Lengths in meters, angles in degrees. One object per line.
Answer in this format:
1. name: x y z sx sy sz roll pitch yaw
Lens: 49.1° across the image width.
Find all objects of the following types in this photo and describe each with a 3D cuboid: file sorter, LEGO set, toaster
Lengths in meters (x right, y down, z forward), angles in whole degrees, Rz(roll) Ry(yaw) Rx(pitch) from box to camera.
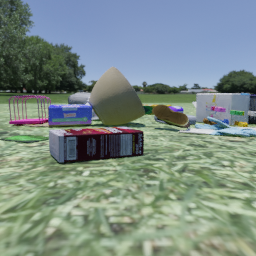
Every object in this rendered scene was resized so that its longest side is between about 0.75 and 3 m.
1. file sorter: -4.647 -0.903 13.545 1.442 1.302 2.076 -2 5 0
2. LEGO set: 4.631 -0.372 11.842 2.143 0.817 0.879 6 9 2
3. toaster: -2.804 -1.654 19.425 1.718 1.511 2.659 7 14 24

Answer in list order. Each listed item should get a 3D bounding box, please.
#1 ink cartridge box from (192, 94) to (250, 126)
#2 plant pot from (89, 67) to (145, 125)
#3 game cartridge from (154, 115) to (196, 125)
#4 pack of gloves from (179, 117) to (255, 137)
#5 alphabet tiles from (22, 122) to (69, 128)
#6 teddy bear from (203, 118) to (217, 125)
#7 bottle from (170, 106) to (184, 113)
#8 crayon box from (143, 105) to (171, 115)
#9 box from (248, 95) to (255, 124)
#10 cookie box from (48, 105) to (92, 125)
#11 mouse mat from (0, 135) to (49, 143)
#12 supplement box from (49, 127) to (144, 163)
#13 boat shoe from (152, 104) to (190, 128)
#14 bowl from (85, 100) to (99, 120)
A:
1. ink cartridge box: 4.506 -0.972 13.831 1.498 1.459 2.330 -5 8 -36
2. plant pot: -0.740 -1.201 12.967 1.821 2.712 2.712 -34 13 -7
3. game cartridge: 2.393 -0.453 14.052 1.520 0.467 2.283 2 6 -15
4. pack of gloves: 3.597 -0.099 10.431 2.721 0.537 2.286 4 7 31
5. alphabet tiles: -3.612 -0.191 13.158 1.938 0.074 2.329 6 9 41
6. teddy bear: 3.863 -0.218 12.684 0.950 0.317 0.689 4 14 -26
7. bottle: 2.736 -0.996 17.493 0.865 0.676 2.071 7 9 33
8. crayon box: 2.163 -1.352 20.560 2.725 0.692 1.730 2 7 15
9. box: 6.416 -0.985 14.255 1.979 1.395 2.675 -4 7 -36
10. cookie box: -2.738 -0.650 13.111 1.907 0.838 2.229 -1 7 -13
11. mouse mat: -3.167 0.329 8.827 1.444 0.054 1.162 3 7 28
12. supplement box: -0.722 0.329 6.409 1.945 0.592 1.059 -2 7 -27
13. boat shoe: 1.709 -0.406 11.250 1.846 0.676 0.598 33 -12 47
14. bowl: -1.672 -1.198 15.794 2.182 0.981 2.182 -11 15 3
